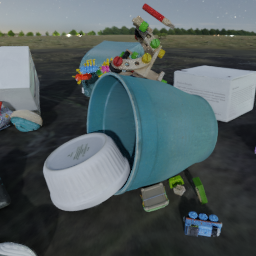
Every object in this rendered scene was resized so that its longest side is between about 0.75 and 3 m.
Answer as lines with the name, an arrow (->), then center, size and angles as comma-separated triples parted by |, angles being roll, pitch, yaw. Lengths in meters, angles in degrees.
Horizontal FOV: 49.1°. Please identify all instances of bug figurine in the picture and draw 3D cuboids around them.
bug figurine -> -1.372, -2.371, 11.704 | 1.772, 0.588, 2.285 | -14, 3, -16

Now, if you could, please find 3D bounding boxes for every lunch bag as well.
lunch bag -> -4.870, -0.245, 10.611 | 0.616, 0.969, 0.822 | 41, 24, -1

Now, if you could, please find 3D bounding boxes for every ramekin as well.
ramekin -> -1.026, 0.896, 6.514 | 1.997, 0.930, 1.997 | -19, 22, 8

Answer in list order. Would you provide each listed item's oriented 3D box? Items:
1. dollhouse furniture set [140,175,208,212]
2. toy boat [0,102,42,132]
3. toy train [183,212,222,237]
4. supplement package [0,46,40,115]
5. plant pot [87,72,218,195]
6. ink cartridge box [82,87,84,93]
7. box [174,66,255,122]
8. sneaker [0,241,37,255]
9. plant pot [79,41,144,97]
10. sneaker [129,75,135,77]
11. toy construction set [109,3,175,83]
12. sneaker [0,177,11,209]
dollhouse furniture set -> 1.038, 1.608, 6.479 | 1.439, 0.556, 0.719 | -19, 28, 3
toy boat -> -4.146, -0.301, 10.271 | 1.849, 0.859, 1.554 | 23, -15, -28
toy train -> 1.467, 1.924, 5.516 | 0.753, 0.327, 0.430 | 6, 30, 11
supplement package -> -4.562, -1.690, 11.134 | 1.746, 1.740, 2.976 | -3, -16, -11
plant pot -> 0.676, 0.093, 7.235 | 2.683, 2.855, 2.855 | -2, 19, -28
ink cartridge box -> -2.338, -2.344, 16.858 | 0.591, 0.341, 0.814 | 5, 21, 14
box -> 4.017, -1.734, 13.037 | 2.826, 1.857, 2.841 | 19, 28, 41
sneaker -> -2.373, 2.164, 4.403 | 1.777, 0.657, 0.705 | 3, 25, 7
plant pot -> -0.974, -2.911, 15.166 | 2.827, 2.820, 2.880 | 14, 35, 33
sneaker -> 0.483, -0.933, 10.522 | 1.937, 1.019, 2.681 | -25, 72, -47
toy construction set -> 0.731, -2.334, 8.855 | 1.869, 2.433, 2.029 | 34, 50, -1
sneaker -> -3.319, 1.311, 6.591 | 0.674, 0.709, 1.788 | -16, 27, -40
